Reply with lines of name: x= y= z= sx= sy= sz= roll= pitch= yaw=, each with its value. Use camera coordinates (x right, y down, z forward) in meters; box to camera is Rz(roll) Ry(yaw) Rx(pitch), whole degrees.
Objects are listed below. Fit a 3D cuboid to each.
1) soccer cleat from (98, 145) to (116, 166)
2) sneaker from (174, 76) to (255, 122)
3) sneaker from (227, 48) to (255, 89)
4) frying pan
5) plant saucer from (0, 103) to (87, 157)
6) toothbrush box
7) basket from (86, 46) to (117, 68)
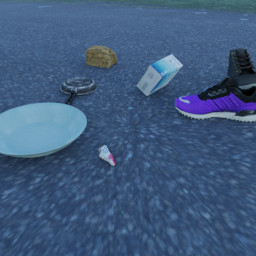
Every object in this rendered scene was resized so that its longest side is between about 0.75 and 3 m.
soccer cleat: x=-0.564 y=0.772 z=7.439 sx=0.348 sy=0.282 sz=0.806 roll=-26 pitch=36 yaw=-3
sneaker: x=3.002 y=-1.077 z=9.328 sx=2.823 sy=1.404 sz=0.981 roll=4 pitch=32 yaw=5
sneaker: x=4.263 y=-2.221 z=10.464 sx=1.057 sy=1.501 sz=2.827 roll=-3 pitch=14 yaw=3
frying pan: x=-2.253 y=-1.541 z=11.160 sx=1.522 sy=0.409 sz=2.516 roll=16 pitch=31 yaw=25
plant saucer: x=-2.648 y=0.121 z=8.181 sx=2.903 sy=0.559 sz=2.903 roll=1 pitch=31 yaw=0
toothbrush box: x=1.250 y=-2.092 z=11.078 sx=0.697 sy=1.196 sz=1.633 roll=49 pitch=47 yaw=8
basket: x=-1.318 y=-3.661 z=14.026 sx=1.358 sy=0.969 sz=1.012 roll=13 pitch=35 yaw=20
